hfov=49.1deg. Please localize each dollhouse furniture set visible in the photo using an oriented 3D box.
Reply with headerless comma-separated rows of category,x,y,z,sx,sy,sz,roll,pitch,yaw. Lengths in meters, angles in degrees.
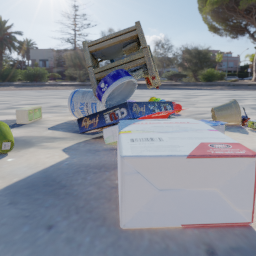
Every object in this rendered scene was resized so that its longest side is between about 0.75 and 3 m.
dollhouse furniture set,0.018,-1.779,9.569,1.937,1.926,2.749,-16,-15,11

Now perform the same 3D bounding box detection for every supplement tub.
supplement tub,-1.475,-1.033,12.370,2.104,1.388,1.388,6,11,32

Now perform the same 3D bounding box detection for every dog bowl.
dog bowl,-0.328,-1.105,8.038,1.169,1.169,0.461,-12,56,-51

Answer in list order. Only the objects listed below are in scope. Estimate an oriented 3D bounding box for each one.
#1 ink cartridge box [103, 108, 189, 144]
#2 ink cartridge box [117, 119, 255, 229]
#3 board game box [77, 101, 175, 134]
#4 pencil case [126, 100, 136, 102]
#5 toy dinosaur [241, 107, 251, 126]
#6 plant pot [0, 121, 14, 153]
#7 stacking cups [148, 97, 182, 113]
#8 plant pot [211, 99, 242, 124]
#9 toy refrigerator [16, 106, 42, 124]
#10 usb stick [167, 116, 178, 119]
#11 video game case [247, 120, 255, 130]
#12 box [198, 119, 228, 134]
ink cartridge box,0.531,-0.062,7.826,1.996,0.500,1.606,-14,-2,41
ink cartridge box,0.665,0.494,4.727,1.689,0.979,2.900,-1,11,-2
board game box,0.049,-0.374,9.003,1.924,0.491,2.840,-16,-4,34
pencil case,0.228,-1.132,14.976,0.695,0.682,1.625,0,10,-16
toy dinosaur,4.745,-0.290,11.500,1.029,0.595,1.134,11,44,-27
plant pot,-3.177,0.301,7.011,0.729,0.729,0.779,-9,28,-41
stacking cups,2.107,-1.311,15.776,0.763,0.763,2.521,-6,12,-29
plant pot,3.904,-0.577,11.299,0.949,1.037,1.037,-11,10,3
toy refrigerator,-4.225,-0.593,12.123,0.552,0.598,1.576,1,9,5
usb stick,1.897,-0.367,11.979,0.340,0.200,1.228,-2,10,-12
video game case,5.444,-0.069,9.886,1.734,0.310,1.572,-4,12,-20
box,2.216,0.044,8.918,1.797,0.428,1.095,-7,12,-36
